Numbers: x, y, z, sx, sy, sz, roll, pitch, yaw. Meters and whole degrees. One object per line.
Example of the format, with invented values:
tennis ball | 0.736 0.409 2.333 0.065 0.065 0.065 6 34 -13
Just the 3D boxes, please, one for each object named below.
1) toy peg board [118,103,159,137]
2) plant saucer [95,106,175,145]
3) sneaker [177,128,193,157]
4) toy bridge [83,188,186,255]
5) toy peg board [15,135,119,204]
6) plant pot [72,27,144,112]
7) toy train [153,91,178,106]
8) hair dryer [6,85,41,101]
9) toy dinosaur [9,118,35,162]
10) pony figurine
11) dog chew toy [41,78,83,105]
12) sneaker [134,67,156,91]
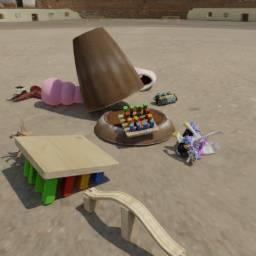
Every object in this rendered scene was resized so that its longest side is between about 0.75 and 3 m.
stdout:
toy peg board | 0.329 -0.310 8.970 1.047 0.512 1.043 -11 43 -14
plant saucer | 0.255 -0.223 10.190 2.939 0.471 2.939 0 23 0
sneaker | 1.805 0.405 8.760 0.486 0.562 1.284 6 26 13
toy bridge | 0.041 1.776 5.449 2.580 0.867 0.351 22 32 40
toy peg board | -1.675 1.011 7.310 2.006 0.985 2.014 0 21 -40
plant pot | -1.066 -2.481 11.354 2.627 2.811 2.627 -22 15 6
toy train | 1.720 -1.333 12.701 1.146 0.489 0.653 -12 40 -29
hair dryer | -4.672 -1.554 13.329 1.874 0.509 1.427 -4 39 5
toy dinosaur | -2.797 0.436 8.129 0.961 0.609 1.419 1 57 -48
pony figurine | 2.063 0.379 8.333 1.247 1.075 1.291 -23 49 -4
dog chew toy | -2.804 -1.551 12.410 1.937 1.206 1.206 6 24 -10
sneaker | 0.014 -2.643 14.650 2.991 1.126 1.564 5 20 2
